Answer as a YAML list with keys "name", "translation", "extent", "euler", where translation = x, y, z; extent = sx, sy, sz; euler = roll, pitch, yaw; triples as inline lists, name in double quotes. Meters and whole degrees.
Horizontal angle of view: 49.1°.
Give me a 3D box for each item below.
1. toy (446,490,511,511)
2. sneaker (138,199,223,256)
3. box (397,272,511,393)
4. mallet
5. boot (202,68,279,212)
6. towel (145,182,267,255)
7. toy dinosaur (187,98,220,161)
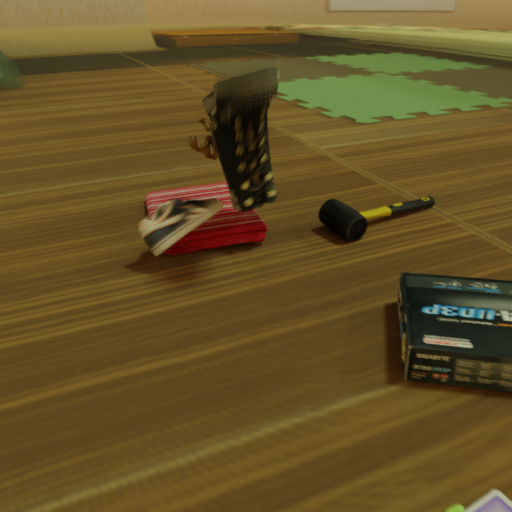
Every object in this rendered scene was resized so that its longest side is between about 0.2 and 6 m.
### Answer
- name: "toy"
  translation: [2.293, 2.810, 3.645]
  extent: [1.676, 0.687, 2.911]
  euler: [-17, 32, -28]
- name: "sneaker"
  translation: [-1.257, -0.689, 9.486]
  extent: [1.668, 0.662, 0.654]
  euler: [-39, 3, -42]
- name: "box"
  translation: [3.071, 0.961, 7.275]
  extent: [2.353, 0.541, 1.870]
  euler: [5, 28, 10]
- name: "mallet"
  translation: [2.391, -0.921, 10.966]
  extent: [2.738, 0.563, 0.902]
  euler: [-18, 38, -37]
- name: "boot"
  translation: [-0.056, -1.811, 9.149]
  extent: [1.001, 2.093, 2.772]
  euler: [-17, 10, -13]
- name: "towel"
  translation: [-1.063, -0.803, 10.889]
  extent: [1.995, 0.310, 2.759]
  euler: [-9, 27, -12]
- name: "toy dinosaur"
  translation: [-0.675, -2.066, 10.690]
  extent: [1.041, 1.960, 0.592]
  euler: [-25, 16, -39]
